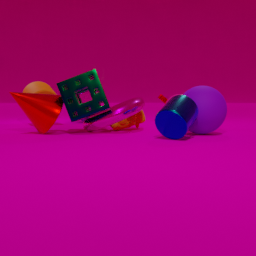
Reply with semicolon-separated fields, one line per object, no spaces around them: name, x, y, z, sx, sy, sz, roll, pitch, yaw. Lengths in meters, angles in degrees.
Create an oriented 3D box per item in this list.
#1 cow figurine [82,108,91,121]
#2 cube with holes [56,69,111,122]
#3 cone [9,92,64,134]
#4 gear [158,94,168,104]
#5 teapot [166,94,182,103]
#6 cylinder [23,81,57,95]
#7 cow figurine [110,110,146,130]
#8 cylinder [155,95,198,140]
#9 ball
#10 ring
cow figurine;-1.623;-0.622;11.193;1.539;0.845;1.514;21;6;30
cube with holes;-1.134;-0.830;7.465;1.034;1.034;1.034;-21;4;-1
cone;-2.483;-0.620;7.185;1.186;1.181;1.181;31;-13;-33
gear;1.815;-1.039;12.254;1.160;0.215;1.160;39;8;-6
teapot;1.653;-0.656;8.918;1.491;0.927;0.730;-35;-8;12
cylinder;-3.092;-0.965;9.968;1.138;1.138;1.138;-3;25;-29
cow figurine;-0.035;-0.247;8.430;1.140;0.626;1.122;-17;-5;-3
cylinder;1.106;-0.253;6.345;0.766;0.766;0.766;4;33;34
ball;1.899;-0.464;7.226;1.245;1.245;1.245;0;6;0
ring;-0.411;-0.398;8.038;1.888;0.378;1.888;-23;7;3
